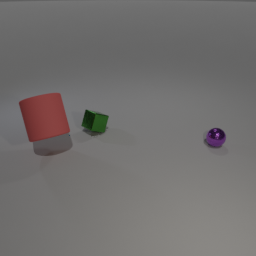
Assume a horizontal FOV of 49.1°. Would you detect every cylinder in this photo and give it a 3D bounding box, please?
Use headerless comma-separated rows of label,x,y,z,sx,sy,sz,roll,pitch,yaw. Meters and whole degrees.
cylinder,-2.823,-0.364,9.537,1.400,1.400,1.400,-14,4,1

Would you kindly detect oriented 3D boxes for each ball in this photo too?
ball,3.213,0.340,10.219,0.700,0.700,0.700,0,28,0

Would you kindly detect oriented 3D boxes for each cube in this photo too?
cube,-1.303,-0.275,11.078,0.700,0.700,0.700,10,8,-45
